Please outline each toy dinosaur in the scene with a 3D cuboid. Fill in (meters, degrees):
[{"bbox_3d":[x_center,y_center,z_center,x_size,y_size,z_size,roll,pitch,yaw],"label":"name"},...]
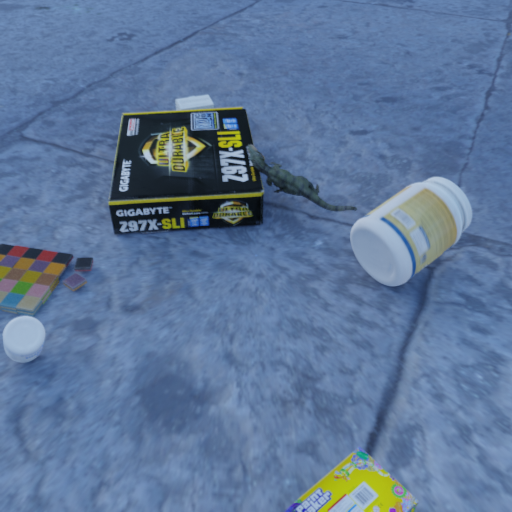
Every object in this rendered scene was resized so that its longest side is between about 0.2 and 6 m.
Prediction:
[{"bbox_3d":[0.897,-1.510,12.182,2.650,0.629,1.168,28,3,2],"label":"toy dinosaur"}]

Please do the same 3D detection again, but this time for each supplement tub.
[{"bbox_3d":[-3.667,1.330,8.850,0.609,0.922,0.609,7,70,-20],"label":"supplement tub"},{"bbox_3d":[2.894,-0.490,10.447,1.955,1.414,1.414,-33,49,-19],"label":"supplement tub"}]

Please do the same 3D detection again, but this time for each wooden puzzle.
[{"bbox_3d":[-4.521,0.422,10.617,2.687,0.189,1.594,8,41,10],"label":"wooden puzzle"}]

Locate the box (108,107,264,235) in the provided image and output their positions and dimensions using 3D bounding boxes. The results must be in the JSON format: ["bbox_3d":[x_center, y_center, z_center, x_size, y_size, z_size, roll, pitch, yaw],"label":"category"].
[{"bbox_3d":[-1.619,-2.123,13.053,3.204,0.990,4.013,-3,40,-5],"label":"box"}]

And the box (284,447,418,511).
[{"bbox_3d":[0.921,3.235,6.324,1.452,1.399,0.886,-28,47,-30],"label":"box"}]

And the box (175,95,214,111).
[{"bbox_3d":[-1.621,-3.711,14.962,0.920,0.925,0.605,-12,44,-14],"label":"box"}]
